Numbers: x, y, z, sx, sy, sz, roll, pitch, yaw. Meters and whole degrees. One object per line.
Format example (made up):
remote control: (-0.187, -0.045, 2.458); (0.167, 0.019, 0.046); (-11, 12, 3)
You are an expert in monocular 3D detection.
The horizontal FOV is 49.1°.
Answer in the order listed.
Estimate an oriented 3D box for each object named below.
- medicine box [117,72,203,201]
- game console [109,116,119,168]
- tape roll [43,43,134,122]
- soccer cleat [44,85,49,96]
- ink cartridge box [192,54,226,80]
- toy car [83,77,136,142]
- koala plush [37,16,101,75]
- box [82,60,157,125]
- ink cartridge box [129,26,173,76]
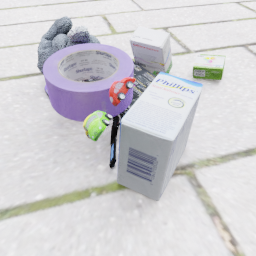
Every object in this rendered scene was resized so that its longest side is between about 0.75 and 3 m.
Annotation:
medicine box: (0.703, 0.140, 6.177); (1.067, 1.888, 2.073); (21, 44, 17)
game console: (-0.348, 0.337, 6.914); (0.156, 0.764, 1.295); (5, 52, -7)
tape roll: (-0.962, -1.224, 7.168); (2.217, 0.942, 2.217); (0, 45, 0)
soccer cleat: (-1.710, -1.122, 8.421); (2.330, 0.853, 0.795); (27, 53, 32)
ink cartridge box: (2.903, -2.353, 9.898); (0.997, 0.511, 1.350); (9, 54, 20)
toy car: (-0.515, -0.260, 5.452); (0.377, 1.691, 1.591); (36, 21, -9)
koala plush: (-1.645, -2.385, 8.920); (2.140, 1.898, 1.967); (7, 50, 39)
box: (0.022, -1.159, 8.746); (2.022, 0.549, 2.524); (-25, 47, -26)
ink cartridge box: (0.816, -2.509, 9.430); (1.165, 1.609, 0.676); (20, 69, 21)
